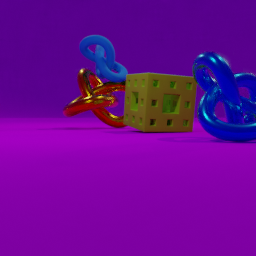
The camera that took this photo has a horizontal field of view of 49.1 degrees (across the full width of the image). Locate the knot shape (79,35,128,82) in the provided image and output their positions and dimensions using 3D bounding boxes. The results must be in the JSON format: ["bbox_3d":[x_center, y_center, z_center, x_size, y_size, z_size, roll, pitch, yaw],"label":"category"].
[{"bbox_3d":[-0.550,-1.632,7.033,0.639,1.293,1.382,-41,-14,-5],"label":"knot shape"}]

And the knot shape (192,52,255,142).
[{"bbox_3d":[1.397,-0.337,3.636,1.246,1.331,0.615,11,-39,-39],"label":"knot shape"}]

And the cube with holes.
[{"bbox_3d":[0.583,-0.496,5.405,1.006,1.006,1.006,1,8,-22],"label":"cube with holes"}]

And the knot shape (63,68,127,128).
[{"bbox_3d":[-0.549,-0.725,7.157,1.869,0.923,1.997,16,37,3],"label":"knot shape"}]
